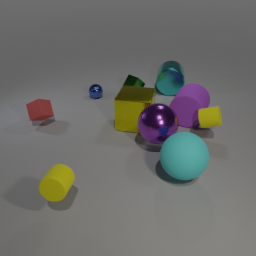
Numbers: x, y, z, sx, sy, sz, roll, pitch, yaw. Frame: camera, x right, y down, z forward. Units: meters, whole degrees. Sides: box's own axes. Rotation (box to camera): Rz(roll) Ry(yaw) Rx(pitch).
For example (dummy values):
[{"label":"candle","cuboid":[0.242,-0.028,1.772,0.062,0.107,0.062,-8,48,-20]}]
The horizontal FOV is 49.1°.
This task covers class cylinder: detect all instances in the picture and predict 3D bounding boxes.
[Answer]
[{"label":"cylinder","cuboid":[2.171,-2.557,14.275,1.400,1.400,1.400,4,31,7]},{"label":"cylinder","cuboid":[2.970,-0.389,10.131,0.700,0.700,0.700,-8,25,26]},{"label":"cylinder","cuboid":[-1.791,1.378,7.094,0.700,0.700,0.700,4,22,7]},{"label":"cylinder","cuboid":[2.553,-0.949,11.534,1.400,1.400,1.400,13,33,21]}]

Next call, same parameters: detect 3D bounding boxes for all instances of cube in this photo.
[{"label":"cube","cuboid":[0.292,-2.144,13.975,0.700,0.700,0.700,28,0,39]},{"label":"cube","cuboid":[0.305,-0.760,11.233,1.400,1.400,1.400,6,31,11]},{"label":"cube","cuboid":[-3.559,-0.727,11.343,0.700,0.700,0.700,-19,-8,24]}]

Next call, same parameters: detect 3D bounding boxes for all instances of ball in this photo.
[{"label":"ball","cuboid":[-1.574,-1.805,13.706,0.700,0.700,0.700,0,31,0]},{"label":"ball","cuboid":[1.024,-0.151,9.612,1.400,1.400,1.400,0,31,0]},{"label":"ball","cuboid":[1.642,0.816,8.201,1.400,1.400,1.400,0,31,0]}]
